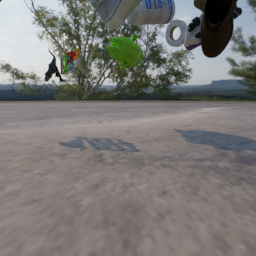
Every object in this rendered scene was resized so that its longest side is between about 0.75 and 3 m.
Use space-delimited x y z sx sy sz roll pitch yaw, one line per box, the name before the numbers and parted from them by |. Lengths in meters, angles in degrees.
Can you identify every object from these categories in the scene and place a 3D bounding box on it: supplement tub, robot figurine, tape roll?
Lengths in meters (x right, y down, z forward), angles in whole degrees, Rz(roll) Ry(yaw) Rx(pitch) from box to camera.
supplement tub | 0.534 -2.826 6.693 1.045 0.689 0.689 -12 11 -26
robot figurine | -0.069 -3.245 11.936 1.738 1.525 1.006 17 2 -43
tape roll | 1.919 -3.742 11.083 0.192 1.053 1.053 -7 10 -40

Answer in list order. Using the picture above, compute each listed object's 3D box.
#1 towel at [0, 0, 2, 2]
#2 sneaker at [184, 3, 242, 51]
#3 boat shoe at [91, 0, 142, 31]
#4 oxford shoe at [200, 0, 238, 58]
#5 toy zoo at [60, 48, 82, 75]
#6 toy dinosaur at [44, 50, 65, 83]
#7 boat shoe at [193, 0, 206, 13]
towel | -3.091 -3.158 6.374 0.124 1.368 0.589 49 0 42
sneaker | 2.913 -3.710 9.983 2.610 1.052 1.089 -36 -10 -14
boat shoe | -0.246 -2.596 5.288 0.976 0.956 2.742 41 -4 -16
oxford shoe | 2.461 -3.043 7.991 1.015 2.792 1.179 25 59 22
toy zoo | -2.027 -2.428 10.063 0.111 0.710 1.083 29 47 17
toy dinosaur | -2.492 -1.967 9.506 0.414 0.769 1.745 -20 41 6
boat shoe | 2.875 -4.806 10.671 0.520 0.476 1.390 2 -5 34
